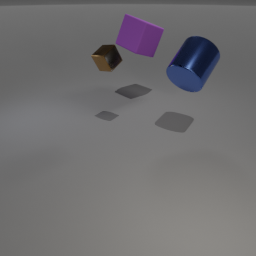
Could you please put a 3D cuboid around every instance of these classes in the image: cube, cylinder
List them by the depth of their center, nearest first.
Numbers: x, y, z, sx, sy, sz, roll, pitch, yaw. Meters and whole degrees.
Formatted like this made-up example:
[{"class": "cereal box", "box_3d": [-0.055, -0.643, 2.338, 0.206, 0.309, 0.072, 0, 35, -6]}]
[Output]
[{"class": "cylinder", "box_3d": [2.271, -2.212, 9.797, 1.400, 1.400, 1.400, 22, 71, 36]}, {"class": "cube", "box_3d": [-0.767, -2.550, 10.218, 0.700, 0.700, 0.700, 15, 56, 44]}, {"class": "cube", "box_3d": [0.539, -4.262, 13.009, 1.400, 1.400, 1.400, 36, 25, 33]}]
